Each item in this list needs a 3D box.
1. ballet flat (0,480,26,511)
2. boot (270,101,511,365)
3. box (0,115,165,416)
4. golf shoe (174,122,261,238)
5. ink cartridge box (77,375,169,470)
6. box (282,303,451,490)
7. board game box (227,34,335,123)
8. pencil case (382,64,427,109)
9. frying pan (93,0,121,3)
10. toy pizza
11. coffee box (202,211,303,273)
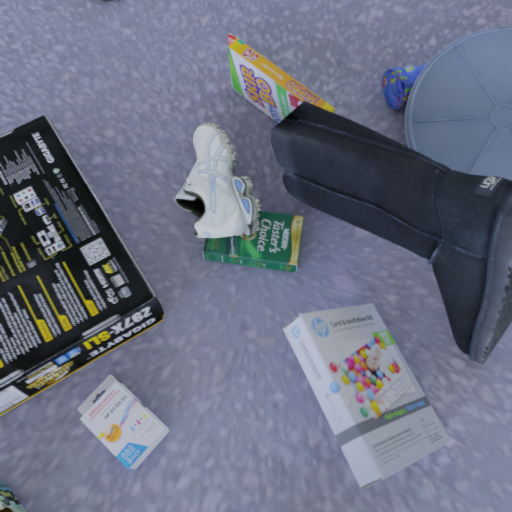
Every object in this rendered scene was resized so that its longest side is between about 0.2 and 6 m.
[{"bbox_3d":[-2.952,3.823,6.897,2.687,0.997,0.997,36,70,15],"label":"ballet flat"},{"bbox_3d":[2.012,-0.365,8.350,3.806,3.137,1.249,26,51,33],"label":"boot"},{"bbox_3d":[-3.744,0.047,8.587,3.176,0.981,3.977,-31,68,-13],"label":"box"},{"bbox_3d":[-0.818,-1.262,9.049,1.167,0.940,2.401,-16,52,-11],"label":"golf shoe"},{"bbox_3d":[-1.922,2.283,7.852,1.244,0.422,0.716,38,75,16],"label":"ink cartridge box"},{"bbox_3d":[1.508,1.756,7.592,1.730,0.457,2.219,-1,56,-44],"label":"box"},{"bbox_3d":[0.331,-2.835,9.806,0.359,1.144,2.396,-43,74,-13],"label":"board game box"},{"bbox_3d":[3.284,-3.248,10.230,1.886,0.819,0.736,-16,95,-6],"label":"pencil case"},{"bbox_3d":[-3.492,-6.014,11.802,2.158,0.351,1.306,23,67,7],"label":"frying pan"},{"bbox_3d":[4.158,-2.293,9.527,3.172,0.503,3.172,-1,86,12],"label":"toy pizza"},{"bbox_3d":[-0.028,-0.292,9.103,1.532,0.337,0.942,9,64,4],"label":"coffee box"}]
